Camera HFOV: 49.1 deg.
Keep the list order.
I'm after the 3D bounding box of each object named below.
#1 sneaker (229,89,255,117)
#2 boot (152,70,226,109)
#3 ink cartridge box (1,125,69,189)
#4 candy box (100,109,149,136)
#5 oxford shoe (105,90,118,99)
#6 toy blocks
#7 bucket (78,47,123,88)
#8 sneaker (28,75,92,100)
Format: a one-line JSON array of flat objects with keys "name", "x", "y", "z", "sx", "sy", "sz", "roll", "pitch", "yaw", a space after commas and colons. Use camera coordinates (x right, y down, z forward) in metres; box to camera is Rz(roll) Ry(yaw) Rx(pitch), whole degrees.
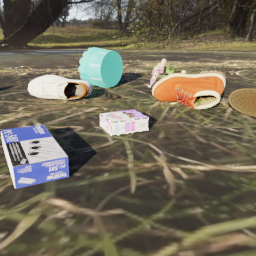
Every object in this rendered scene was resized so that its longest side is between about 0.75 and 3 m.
[{"name": "sneaker", "x": 5.166, "y": -0.851, "z": 9.929, "sx": 2.825, "sy": 0.947, "sz": 1.268, "roll": 10, "pitch": 10, "yaw": 33}, {"name": "boot", "x": 2.246, "y": -1.385, "z": 11.066, "sx": 2.974, "sy": 1.116, "sz": 1.595, "roll": -5, "pitch": 41, "yaw": 27}, {"name": "ink cartridge box", "x": -2.183, "y": 0.534, "z": 6.348, "sx": 1.070, "sy": 0.503, "sz": 2.277, "roll": -9, "pitch": 21, "yaw": -26}, {"name": "candy box", "x": -0.133, "y": -0.185, "z": 8.515, "sx": 1.217, "sy": 0.435, "sz": 1.021, "roll": -8, "pitch": 21, "yaw": -23}, {"name": "oxford shoe", "x": -0.748, "y": -1.448, "z": 12.426, "sx": 0.378, "sy": 0.326, "sz": 0.896, "roll": -2, "pitch": 25, "yaw": -33}, {"name": "toy blocks", "x": 1.817, "y": -2.334, "z": 13.988, "sx": 1.507, "sy": 1.357, "sz": 1.612, "roll": 26, "pitch": -11, "yaw": -13}, {"name": "bucket", "x": -1.351, "y": -3.123, "z": 14.628, "sx": 1.397, "sy": 2.147, "sz": 2.147, "roll": 15, "pitch": 24, "yaw": 34}, {"name": "sneaker", "x": -3.003, "y": -1.721, "z": 11.861, "sx": 2.808, "sy": 1.022, "sz": 1.189, "roll": 0, "pitch": 13, "yaw": 5}]
